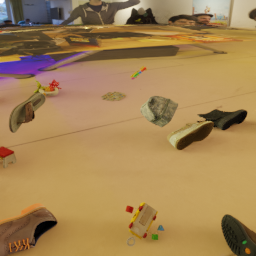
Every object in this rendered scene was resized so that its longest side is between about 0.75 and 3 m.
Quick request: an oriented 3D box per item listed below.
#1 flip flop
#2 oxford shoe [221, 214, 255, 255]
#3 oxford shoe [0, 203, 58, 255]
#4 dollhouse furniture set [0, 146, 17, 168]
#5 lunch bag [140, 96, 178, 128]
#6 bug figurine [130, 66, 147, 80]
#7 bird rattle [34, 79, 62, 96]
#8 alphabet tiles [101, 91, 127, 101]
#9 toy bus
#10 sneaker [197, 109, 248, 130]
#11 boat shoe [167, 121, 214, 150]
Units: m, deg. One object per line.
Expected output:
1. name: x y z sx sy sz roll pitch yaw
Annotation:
1. flip flop: -3.666 -0.591 10.429 0.565 0.796 1.964 23 50 17
2. oxford shoe: 2.599 2.454 5.889 0.691 0.595 1.638 8 22 -26
3. oxford shoe: -2.388 2.312 5.921 0.717 0.702 1.968 23 33 30
4. dollhouse furniture set: -4.881 0.653 8.990 2.305 0.937 1.240 16 30 29
5. lunch bag: 1.088 -0.667 10.428 1.091 0.907 1.301 29 -12 -4
6. bug figurine: 0.453 -2.372 12.145 0.720 0.239 0.928 -38 6 -13
7. bird rattle: -4.246 -2.020 15.039 1.515 0.854 1.235 -3 35 -36
8. alphabet tiles: -0.746 -1.683 14.803 1.101 0.042 1.323 12 29 24
9. toy bus: 0.287 2.169 6.423 0.902 0.851 0.466 -7 -17 -16
10. sneaker: 3.944 -0.485 11.667 2.103 0.632 1.097 -22 38 -31
11. boat shoe: 2.312 0.124 10.278 2.069 0.766 0.687 -19 37 -33
